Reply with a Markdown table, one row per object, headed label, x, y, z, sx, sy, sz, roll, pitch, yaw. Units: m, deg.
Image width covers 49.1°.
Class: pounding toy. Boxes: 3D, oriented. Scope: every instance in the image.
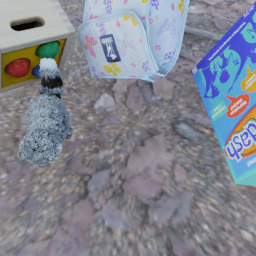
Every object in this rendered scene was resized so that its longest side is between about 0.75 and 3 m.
| label | x | y | z | sx | sy | sz | roll | pitch | yaw |
| --- | --- | --- | --- | --- | --- | --- | --- | --- | --- |
| pounding toy | -2.453 | -1.264 | 5.653 | 2.165 | 2.465 | 1.128 | -26 | 81 | -31 |

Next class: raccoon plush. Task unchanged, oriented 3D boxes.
| label | x | y | z | sx | sy | sz | roll | pitch | yaw |
| --- | --- | --- | --- | --- | --- | --- | --- | --- | --- |
| raccoon plush | -1.561 | -0.220 | 4.868 | 0.879 | 1.818 | 1.218 | -10 | 19 | 1 |

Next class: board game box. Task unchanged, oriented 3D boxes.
| label | x | y | z | sx | sy | sz | roll | pitch | yaw |
| --- | --- | --- | --- | --- | --- | --- | --- | --- | --- |
| board game box | 2.295 | -0.661 | 4.846 | 0.606 | 2.049 | 2.694 | 10 | 51 | -29 |

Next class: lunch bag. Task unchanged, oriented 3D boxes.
| label | x | y | z | sx | sy | sz | roll | pitch | yaw |
| --- | --- | --- | --- | --- | --- | --- | --- | --- | --- |
| lunch bag | 0.052 | -2.142 | 5.680 | 1.475 | 2.320 | 1.967 | 6 | 5 | -45 |

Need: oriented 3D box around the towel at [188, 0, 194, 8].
| label | x | y | z | sx | sy | sz | roll | pitch | yaw |
| --- | --- | --- | --- | --- | --- | --- | --- | --- | --- |
| towel | 1.468 | -4.652 | 9.031 | 2.060 | 1.983 | 0.356 | 7 | 68 | -16 |
